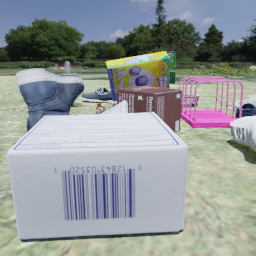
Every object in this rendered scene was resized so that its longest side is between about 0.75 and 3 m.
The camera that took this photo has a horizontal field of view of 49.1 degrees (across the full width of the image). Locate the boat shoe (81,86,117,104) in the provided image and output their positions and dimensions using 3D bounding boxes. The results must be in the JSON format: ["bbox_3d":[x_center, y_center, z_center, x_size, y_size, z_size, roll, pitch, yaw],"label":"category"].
[{"bbox_3d":[-1.340,-1.923,16.013,2.999,0.927,1.123,6,15,25],"label":"boat shoe"}]

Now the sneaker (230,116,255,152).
[{"bbox_3d":[3.302,0.195,7.421,1.166,1.023,2.909,1,5,24],"label":"sneaker"}]

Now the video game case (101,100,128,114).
[{"bbox_3d":[-0.644,-0.127,6.701,1.421,0.156,1.295,-29,17,9],"label":"video game case"}]

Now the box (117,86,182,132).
[{"bbox_3d":[0.707,-0.620,9.518,1.738,1.442,1.428,13,19,43],"label":"box"}]

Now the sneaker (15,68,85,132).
[{"bbox_3d":[-1.818,-0.405,7.555,1.070,2.034,2.814,-13,2,16],"label":"sneaker"}]

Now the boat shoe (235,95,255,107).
[{"bbox_3d":[6.308,-1.251,13.593,2.204,0.755,0.794,12,18,40],"label":"boat shoe"}]

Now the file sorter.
[{"bbox_3d":[3.172,-1.153,11.191,1.880,1.697,2.705,-1,14,-3],"label":"file sorter"}]

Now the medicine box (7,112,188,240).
[{"bbox_3d":[-0.455,0.576,4.811,2.296,1.297,2.520,-2,13,-5],"label":"medicine box"}]

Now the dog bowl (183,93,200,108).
[{"bbox_3d":[2.969,-1.476,14.893,1.622,0.598,1.622,1,13,0],"label":"dog bowl"}]

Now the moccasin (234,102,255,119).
[{"bbox_3d":[4.884,-0.662,11.220,0.853,0.723,2.119,1,14,5],"label":"moccasin"}]

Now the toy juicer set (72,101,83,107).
[{"bbox_3d":[-2.746,-1.254,14.710,0.760,0.325,1.195,12,2,-28],"label":"toy juicer set"}]

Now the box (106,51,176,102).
[{"bbox_3d":[0.635,-2.111,11.483,2.846,1.670,0.688,-13,43,-5],"label":"box"}]

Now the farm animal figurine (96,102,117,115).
[{"bbox_3d":[-0.944,-0.787,12.476,0.940,0.473,0.759,3,32,0],"label":"farm animal figurine"}]
